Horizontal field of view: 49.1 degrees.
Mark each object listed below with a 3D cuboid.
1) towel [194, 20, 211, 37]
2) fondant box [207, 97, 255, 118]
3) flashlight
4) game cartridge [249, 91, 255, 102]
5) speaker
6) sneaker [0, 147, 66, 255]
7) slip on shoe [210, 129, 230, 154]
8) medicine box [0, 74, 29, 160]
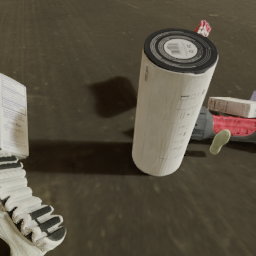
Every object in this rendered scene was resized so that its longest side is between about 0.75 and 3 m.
[{"bbox_3d":[1.356,-1.898,8.248,0.365,1.787,2.442,36,68,-14],"label":"towel"},{"bbox_3d":[2.921,-0.572,7.498,0.896,0.362,1.243,-4,16,-37],"label":"fondant box"},{"bbox_3d":[2.763,-0.101,6.848,2.992,1.013,1.017,6,-5,2],"label":"flashlight"},{"bbox_3d":[4.175,-0.626,7.991,1.359,0.261,0.881,20,54,23],"label":"game cartridge"},{"bbox_3d":[0.747,-0.280,5.445,1.208,2.974,1.208,1,51,-2],"label":"speaker"},{"bbox_3d":[-2.059,1.188,4.636,2.327,0.943,0.874,48,12,19],"label":"sneaker"},{"bbox_3d":[2.111,0.292,6.434,0.287,0.774,0.237,29,48,14],"label":"slip on shoe"},{"bbox_3d":[-3.058,-0.106,6.028,1.531,0.865,1.681,-12,73,15],"label":"medicine box"}]
